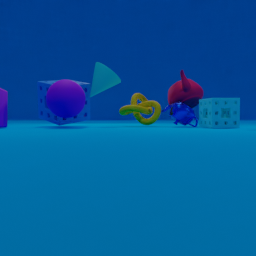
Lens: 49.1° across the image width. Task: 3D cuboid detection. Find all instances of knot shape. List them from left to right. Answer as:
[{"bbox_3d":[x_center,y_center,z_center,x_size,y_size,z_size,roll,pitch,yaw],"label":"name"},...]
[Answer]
[{"bbox_3d":[0.452,-0.700,9.475,1.378,0.637,1.289,9,34,8],"label":"knot shape"}]

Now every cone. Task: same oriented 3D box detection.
[{"bbox_3d":[-0.927,-1.397,9.047,1.016,1.020,1.016,35,-6,5],"label":"cone"}]

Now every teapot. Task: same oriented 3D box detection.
[{"bbox_3d":[1.643,-0.422,8.952,1.359,0.665,0.845,31,-3,29],"label":"teapot"},{"bbox_3d":[1.901,-1.208,9.553,1.232,0.970,1.982,-21,-24,-1],"label":"teapot"}]

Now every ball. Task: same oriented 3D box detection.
[{"bbox_3d":[-1.706,-0.800,7.719,1.059,1.059,1.059,0,2,0],"label":"ball"}]

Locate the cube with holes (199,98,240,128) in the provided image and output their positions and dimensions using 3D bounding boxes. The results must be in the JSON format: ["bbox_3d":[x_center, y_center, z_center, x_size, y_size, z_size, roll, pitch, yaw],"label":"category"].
[{"bbox_3d":[2.506,-0.411,7.742,0.793,0.793,0.793,-1,3,-10],"label":"cube with holes"}]

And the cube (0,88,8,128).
[{"bbox_3d":[-3.780,-0.528,7.190,1.016,1.016,1.016,-1,-2,-4],"label":"cube"}]

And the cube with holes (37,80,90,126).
[{"bbox_3d":[-2.137,-0.902,9.382,1.239,1.239,1.239,17,21,40],"label":"cube with holes"}]
